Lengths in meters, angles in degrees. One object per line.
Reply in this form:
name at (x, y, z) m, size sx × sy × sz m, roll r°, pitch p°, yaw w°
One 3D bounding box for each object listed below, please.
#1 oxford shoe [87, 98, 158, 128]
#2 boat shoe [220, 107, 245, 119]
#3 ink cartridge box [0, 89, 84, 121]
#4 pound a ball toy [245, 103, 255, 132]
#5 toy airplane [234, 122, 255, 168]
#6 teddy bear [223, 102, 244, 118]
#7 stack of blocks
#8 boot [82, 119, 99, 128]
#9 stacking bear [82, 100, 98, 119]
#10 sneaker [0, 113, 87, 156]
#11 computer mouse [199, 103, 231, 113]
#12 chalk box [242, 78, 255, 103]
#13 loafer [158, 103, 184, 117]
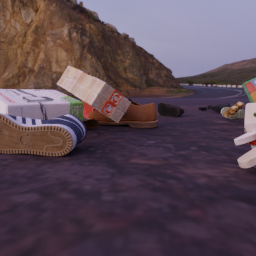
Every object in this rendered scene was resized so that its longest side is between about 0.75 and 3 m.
oxford shoe at (-0.239, -0.563, 10.084) m, size 2.804 × 0.999 × 1.000 m, roll 2°, pitch 9°, yaw 25°
boat shoe at (4.654, -0.683, 12.643) m, size 1.428 × 0.534 × 0.474 m, roll -2°, pitch 7°, yaw -24°
ink cartridge box at (-2.702, -0.466, 8.054) m, size 2.311 × 0.971 × 1.682 m, roll -7°, pitch 24°, yaw -45°
pound a ball toy at (4.338, -0.082, 7.823) m, size 1.969 × 0.836 × 1.284 m, roll 3°, pitch -17°, yaw 24°
toy airplane at (2.633, 0.182, 4.477) m, size 1.759 × 1.241 × 1.751 m, roll -34°, pitch -16°, yaw 18°
teddy bear at (4.215, -0.689, 11.152) m, size 0.784 × 0.361 × 1.081 m, roll -34°, pitch -10°, yaw -30°
stack of blocks at (-0.985, -1.014, 8.584) m, size 1.443 × 0.734 × 2.506 m, roll 32°, pitch 0°, yaw -40°
boot at (-1.402, -0.138, 9.422) m, size 0.841 × 0.315 × 0.451 m, roll -4°, pitch 3°, yaw -23°
stacking bear at (-0.876, -0.763, 11.627) m, size 1.803 × 1.025 × 1.095 m, roll 7°, pitch -25°, yaw -36°
sneaker at (-1.973, 0.052, 5.935) m, size 2.236 × 0.784 × 1.213 m, roll 9°, pitch 14°, yaw 12°
computer mouse at (5.090, -1.111, 16.673) m, size 0.862 × 0.501 × 2.941 m, roll -12°, pitch 5°, yaw -12°
chalk box at (5.192, -1.188, 9.790) m, size 1.698 × 1.710 × 2.740 m, roll -27°, pitch -4°, yaw 29°
loafer at (2.128, -0.859, 13.991) m, size 0.621 × 0.635 × 1.741 m, roll 0°, pitch 16°, yaw -33°
